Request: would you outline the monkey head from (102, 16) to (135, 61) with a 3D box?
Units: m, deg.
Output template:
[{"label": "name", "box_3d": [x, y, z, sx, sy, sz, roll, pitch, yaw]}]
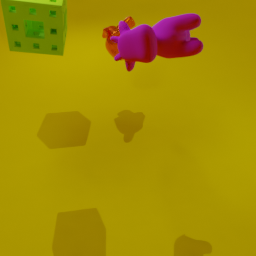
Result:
[{"label": "monkey head", "box_3d": [-0.128, -2.646, 8.353, 1.202, 1.671, 1.007, -39, 65, 9]}]

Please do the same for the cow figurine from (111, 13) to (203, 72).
[{"label": "cow figurine", "box_3d": [0.477, -1.390, 4.450, 1.355, 0.756, 1.377, -7, 18, 11]}]

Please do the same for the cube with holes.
[{"label": "cube with holes", "box_3d": [-1.562, -1.943, 4.888, 0.911, 0.911, 0.911, 3, 47, -9]}]
